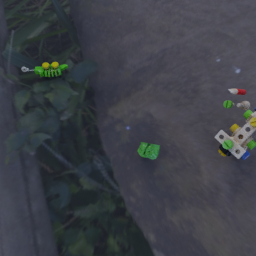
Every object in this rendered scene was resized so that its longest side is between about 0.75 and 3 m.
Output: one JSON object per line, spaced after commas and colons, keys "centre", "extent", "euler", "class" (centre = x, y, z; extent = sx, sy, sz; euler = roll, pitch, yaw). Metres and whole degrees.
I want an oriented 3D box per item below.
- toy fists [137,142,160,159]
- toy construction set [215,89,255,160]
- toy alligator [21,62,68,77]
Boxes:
{"centre": [0.583, 0.664, 8.147], "extent": [0.295, 0.858, 0.437], "euler": [12, 86, -34], "class": "toy fists"}
{"centre": [3.124, -0.093, 7.688], "extent": [1.621, 1.760, 2.110], "euler": [-3, 70, -45], "class": "toy construction set"}
{"centre": [-2.795, -1.897, 9.445], "extent": [1.544, 0.458, 0.419], "euler": [-7, 60, -9], "class": "toy alligator"}
